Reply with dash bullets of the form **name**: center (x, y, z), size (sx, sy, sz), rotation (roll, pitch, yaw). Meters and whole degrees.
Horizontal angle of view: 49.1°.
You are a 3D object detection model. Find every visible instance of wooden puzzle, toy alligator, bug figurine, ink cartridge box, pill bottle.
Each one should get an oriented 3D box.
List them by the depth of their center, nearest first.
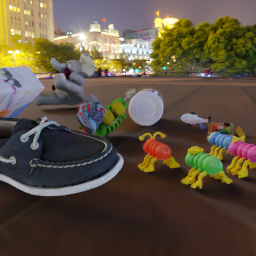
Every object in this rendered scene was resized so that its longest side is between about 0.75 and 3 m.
- **bug figurine**: center (1.198, 0.359, 4.279), size (1.943, 0.500, 1.507), rotation (-5, 13, -25)
- **ink cartridge box**: center (-2.898, -0.663, 5.888), size (1.160, 0.684, 2.016), rotation (-39, -4, 25)
- **wooden puzzle**: center (2.177, 0.012, 6.540), size (0.962, 0.112, 0.649), rotation (-1, 29, 11)
- **toy alligator**: center (-0.316, -0.309, 6.646), size (0.635, 0.581, 2.143), rotation (-13, 18, 41)
- **pill bottle**: center (0.567, -0.653, 8.093), size (0.921, 0.921, 1.617), rotation (2, 12, 8)

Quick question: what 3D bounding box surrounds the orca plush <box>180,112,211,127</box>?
- **orca plush**: center (1.763, -0.280, 7.335), size (0.776, 0.408, 0.276), rotation (-5, 25, 11)

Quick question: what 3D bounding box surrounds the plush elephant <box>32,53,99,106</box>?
- **plush elephant**: center (-2.336, -1.996, 11.128), size (2.495, 1.932, 2.055), rotation (6, -25, -40)

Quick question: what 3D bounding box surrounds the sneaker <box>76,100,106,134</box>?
- **sneaker**: center (-0.685, -0.273, 5.444), size (0.530, 0.440, 1.109), rotation (-27, 30, 5)

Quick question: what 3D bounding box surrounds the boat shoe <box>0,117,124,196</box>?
- **boat shoe**: center (-1.255, 0.240, 3.530), size (2.504, 0.755, 0.947), rotation (-2, 26, 25)
